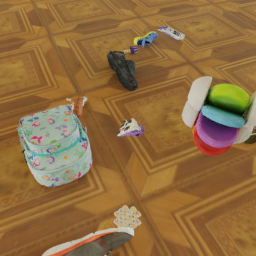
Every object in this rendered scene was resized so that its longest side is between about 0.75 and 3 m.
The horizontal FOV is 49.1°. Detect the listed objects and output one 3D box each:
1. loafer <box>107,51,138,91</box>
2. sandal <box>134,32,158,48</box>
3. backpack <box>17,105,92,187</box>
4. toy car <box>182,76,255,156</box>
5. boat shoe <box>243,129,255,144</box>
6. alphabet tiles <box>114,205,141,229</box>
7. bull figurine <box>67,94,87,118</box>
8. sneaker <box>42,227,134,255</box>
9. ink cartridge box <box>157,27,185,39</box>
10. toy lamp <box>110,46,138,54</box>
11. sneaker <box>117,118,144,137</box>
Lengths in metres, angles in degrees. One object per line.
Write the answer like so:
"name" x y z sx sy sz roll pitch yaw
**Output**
"loafer" -0.104 -2.777 13.019 1.046 1.012 2.980 -22 46 -7
"sandal" 1.073 -4.790 15.340 1.453 0.578 0.633 -29 58 -16
"backpack" -2.390 0.579 9.349 2.224 1.886 2.505 -19 54 -16
"toy car" 2.343 -0.153 7.298 1.919 2.193 1.644 21 64 10
"boat shoe" 4.785 0.260 10.554 1.290 0.461 0.424 -14 38 -13
"alphabet tiles" -0.016 2.713 8.435 0.793 0.058 0.775 -30 53 -25
"bull figurine" -2.172 -0.928 11.678 0.810 0.435 1.335 -1 44 3
"sneaker" -0.942 3.368 7.401 2.464 0.950 1.009 -17 67 -8
"ink cartridge box" 1.786 -4.012 11.719 1.114 0.218 0.554 15 11 -27
"toy lamp" -0.202 -3.973 14.614 1.486 0.432 0.432 -15 48 -13
"sneaker" 0.077 0.090 8.057 0.547 1.310 0.528 29 80 -15
